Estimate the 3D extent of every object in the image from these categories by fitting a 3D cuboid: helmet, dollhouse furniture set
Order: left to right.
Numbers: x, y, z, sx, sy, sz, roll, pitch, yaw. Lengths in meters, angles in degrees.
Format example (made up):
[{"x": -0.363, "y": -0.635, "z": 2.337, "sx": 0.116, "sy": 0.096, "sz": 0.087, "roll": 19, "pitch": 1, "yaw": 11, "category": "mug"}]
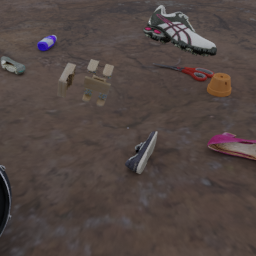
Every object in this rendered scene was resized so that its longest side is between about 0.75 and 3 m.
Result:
[{"x": -3.601, "y": 1.561, "z": 5.042, "sx": 2.792, "sy": 2.792, "sz": 2.661, "roll": 10, "pitch": 20, "yaw": 13, "category": "helmet"}, {"x": -0.836, "y": -0.845, "z": 5.540, "sx": 0.936, "sy": 0.859, "sz": 0.609, "roll": 17, "pitch": 49, "yaw": -4, "category": "dollhouse furniture set"}]

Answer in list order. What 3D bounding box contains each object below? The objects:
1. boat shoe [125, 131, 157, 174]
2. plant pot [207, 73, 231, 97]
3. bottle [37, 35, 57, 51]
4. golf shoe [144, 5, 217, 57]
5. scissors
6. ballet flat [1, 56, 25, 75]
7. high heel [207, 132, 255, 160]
[{"x": 0.422, "y": 0.601, "z": 8.081, "sx": 0.515, "sy": 0.596, "sz": 1.641, "roll": 17, "pitch": 44, "yaw": 16, "category": "boat shoe"}, {"x": 3.675, "y": -1.759, "z": 11.167, "sx": 0.944, "sy": 0.660, "sz": 0.944, "roll": -1, "pitch": 38, "yaw": 1, "category": "plant pot"}, {"x": -4.324, "y": -4.643, "z": 15.170, "sx": 0.599, "sy": 0.468, "sz": 1.435, "roll": 8, "pitch": 38, "yaw": 13, "category": "bottle"}, {"x": 1.823, "y": -3.245, "z": 9.418, "sx": 2.685, "sy": 1.182, "sz": 1.036, "roll": 29, "pitch": 14, "yaw": 21, "category": "golf shoe"}, {"x": 2.538, "y": -2.714, "z": 12.886, "sx": 2.838, "sy": 0.198, "sz": 1.038, "roll": 26, "pitch": 47, "yaw": 32, "category": "scissors"}, {"x": -5.375, "y": -2.831, "z": 12.679, "sx": 1.679, "sy": 0.566, "sz": 0.535, "roll": 23, "pitch": 42, "yaw": 26, "category": "ballet flat"}, {"x": 3.339, "y": 0.637, "z": 7.839, "sx": 1.016, "sy": 0.713, "sz": 2.118, "roll": -22, "pitch": 36, "yaw": -40, "category": "high heel"}]
